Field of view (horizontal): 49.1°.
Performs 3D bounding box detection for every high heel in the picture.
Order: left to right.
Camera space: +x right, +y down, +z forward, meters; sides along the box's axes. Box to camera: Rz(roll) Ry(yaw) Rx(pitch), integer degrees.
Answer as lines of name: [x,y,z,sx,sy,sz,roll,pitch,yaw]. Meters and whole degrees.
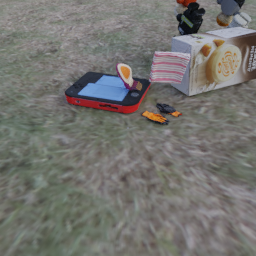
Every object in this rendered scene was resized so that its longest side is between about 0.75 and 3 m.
high heel: [-0.131,-1.466,7.972,0.627,0.440,1.307,17,-6,34]

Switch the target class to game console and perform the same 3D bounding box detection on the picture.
game console: [-0.590,-1.220,8.775,2.316,0.359,2.048,11,38,13]

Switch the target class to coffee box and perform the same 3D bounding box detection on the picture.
coffee box: [2.838,-2.214,9.000,2.784,1.592,1.110,-16,33,-19]

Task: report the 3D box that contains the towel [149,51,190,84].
towel: [1.139,-1.641,7.874,0.969,1.324,0.198,4,63,-2]

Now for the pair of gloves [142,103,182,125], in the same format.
pair of gloves: [0.965,-0.419,7.903,0.835,0.116,0.938,29,44,33]

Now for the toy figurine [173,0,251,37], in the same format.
toy figurine: [3.116,-4.200,10.812,2.724,1.925,2.767,9,60,-6]
